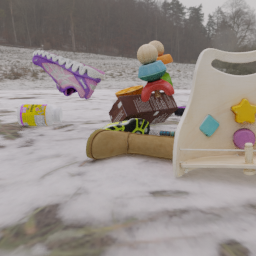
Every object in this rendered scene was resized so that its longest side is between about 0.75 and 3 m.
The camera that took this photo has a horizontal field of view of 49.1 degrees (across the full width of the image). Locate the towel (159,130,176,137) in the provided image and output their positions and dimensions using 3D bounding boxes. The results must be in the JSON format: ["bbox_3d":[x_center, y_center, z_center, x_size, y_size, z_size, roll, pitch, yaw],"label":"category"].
[{"bbox_3d":[1.943,0.268,7.238,2.032,0.220,1.490,3,-10,19],"label":"towel"}]

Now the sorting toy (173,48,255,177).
[{"bbox_3d":[2.243,-0.352,5.287,2.681,2.414,1.432,-1,7,16],"label":"sorting toy"}]

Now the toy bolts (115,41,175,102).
[{"bbox_3d":[0.470,-1.821,8.957,2.197,1.595,2.300,-15,16,3],"label":"toy bolts"}]

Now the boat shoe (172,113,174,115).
[{"bbox_3d":[1.628,-1.117,14.818,0.902,0.737,2.443,-9,11,-16],"label":"boat shoe"}]

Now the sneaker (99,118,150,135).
[{"bbox_3d":[-0.135,0.035,8.493,1.853,0.699,0.708,-5,12,-34],"label":"sneaker"}]

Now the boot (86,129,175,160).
[{"bbox_3d":[0.342,0.407,6.449,2.073,0.686,1.815,6,12,28],"label":"boot"}]

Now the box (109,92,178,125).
[{"bbox_3d":[0.524,-0.597,9.421,2.087,0.782,1.045,-8,-23,-28],"label":"box"}]

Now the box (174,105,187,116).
[{"bbox_3d":[3.862,-0.905,14.522,1.872,0.473,2.619,9,15,39],"label":"box"}]

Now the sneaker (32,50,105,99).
[{"bbox_3d":[-2.117,-1.713,9.219,2.694,1.191,1.084,23,10,18],"label":"sneaker"}]

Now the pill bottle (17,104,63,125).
[{"bbox_3d":[-3.496,-0.529,11.210,1.641,0.855,0.855,0,10,-3],"label":"pill bottle"}]
